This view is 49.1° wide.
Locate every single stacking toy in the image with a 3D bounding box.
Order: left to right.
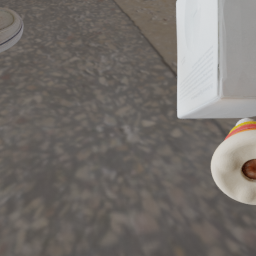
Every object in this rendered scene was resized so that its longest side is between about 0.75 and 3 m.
[{"bbox_3d":[1.482,0.205,3.321,0.903,0.903,1.237,12,30,13],"label":"stacking toy"}]

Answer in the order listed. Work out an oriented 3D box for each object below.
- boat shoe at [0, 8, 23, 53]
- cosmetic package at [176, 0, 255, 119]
[{"bbox_3d":[-3.388,-1.976,5.350,2.903,0.954,1.044,-20,81,-33],"label":"boat shoe"},{"bbox_3d":[1.918,-1.603,5.015,1.663,2.705,2.696,2,-3,-1],"label":"cosmetic package"}]
